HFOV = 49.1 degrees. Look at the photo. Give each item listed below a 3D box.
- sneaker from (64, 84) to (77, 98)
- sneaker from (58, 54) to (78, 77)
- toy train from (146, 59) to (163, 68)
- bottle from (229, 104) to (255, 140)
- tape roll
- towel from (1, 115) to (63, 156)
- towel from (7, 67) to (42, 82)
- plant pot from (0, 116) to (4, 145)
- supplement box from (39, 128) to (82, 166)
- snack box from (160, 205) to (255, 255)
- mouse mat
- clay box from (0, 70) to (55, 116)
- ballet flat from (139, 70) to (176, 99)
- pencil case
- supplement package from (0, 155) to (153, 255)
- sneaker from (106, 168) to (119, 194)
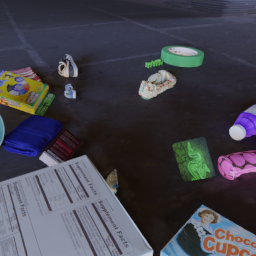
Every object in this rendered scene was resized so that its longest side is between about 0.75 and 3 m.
[{"bbox_3d":[-2.299,-1.440,10.854,0.376,0.369,0.975,-11,32,-24],"label":"sneaker"},{"bbox_3d":[-2.872,-2.887,12.822,0.718,0.709,1.809,-8,34,-23],"label":"sneaker"},{"bbox_3d":[1.284,-3.174,13.674,1.031,0.291,0.215,-20,37,-27],"label":"toy train"},{"bbox_3d":[3.816,-0.183,8.629,1.897,0.619,0.792,-27,43,-36],"label":"bottle"},{"bbox_3d":[2.715,-3.617,14.047,2.085,0.501,2.085,4,30,-2],"label":"tape roll"},{"bbox_3d":[-2.790,0.212,8.283,1.190,0.399,1.612,15,34,10],"label":"towel"},{"bbox_3d":[-4.669,-2.170,12.164,1.381,0.218,1.917,-19,37,-25],"label":"towel"},{"bbox_3d":[-4.326,0.077,7.521,1.658,1.658,1.111,-25,12,-34],"label":"plant pot"},{"bbox_3d":[-1.752,0.569,7.417,0.610,0.341,1.121,39,39,-6],"label":"supplement box"},{"bbox_3d":[1.934,2.429,4.650,2.456,0.456,1.427,26,40,34],"label":"snack box"},{"bbox_3d":[1.531,0.743,6.539,0.826,1.026,0.039,-15,8,23],"label":"mouse mat"},{"bbox_3d":[-3.699,-1.225,9.767,2.018,0.480,1.160,17,51,1],"label":"clay box"},{"bbox_3d":[1.285,-1.869,11.178,0.898,0.759,2.374,20,37,27],"label":"ballet flat"},{"bbox_3d":[3.043,0.885,6.935,1.497,0.679,0.701,-10,35,-11],"label":"pencil case"},{"bbox_3d":[-1.341,2.046,3.767,2.663,2.021,2.006,-17,36,-24],"label":"supplement package"},{"bbox_3d":[-0.365,1.273,6.705,0.301,0.299,0.831,34,23,-12],"label":"sneaker"}]
